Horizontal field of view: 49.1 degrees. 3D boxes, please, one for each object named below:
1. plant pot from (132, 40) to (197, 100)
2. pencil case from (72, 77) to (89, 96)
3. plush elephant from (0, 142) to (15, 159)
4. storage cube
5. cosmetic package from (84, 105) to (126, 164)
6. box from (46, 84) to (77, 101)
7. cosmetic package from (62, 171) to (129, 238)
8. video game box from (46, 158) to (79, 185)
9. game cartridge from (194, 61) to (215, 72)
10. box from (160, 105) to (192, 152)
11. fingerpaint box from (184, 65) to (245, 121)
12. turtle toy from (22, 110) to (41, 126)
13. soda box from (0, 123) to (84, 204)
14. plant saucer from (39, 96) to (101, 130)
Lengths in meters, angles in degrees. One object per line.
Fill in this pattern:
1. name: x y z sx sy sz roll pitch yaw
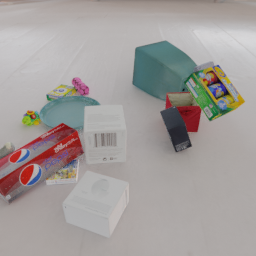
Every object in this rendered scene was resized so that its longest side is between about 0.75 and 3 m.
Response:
1. plant pot: 1.987 -2.644 13.721 2.091 2.092 2.960 -22 45 -30
2. pencil case: -2.404 -2.103 14.183 0.618 0.599 1.320 31 12 -40
3. plush elephant: -4.798 0.606 8.946 2.004 1.552 1.651 -31 1 -17
4. storage cube: 2.173 -0.624 11.290 1.185 1.246 1.386 -2 34 -4
5. cosmetic package: -0.820 0.186 9.897 1.398 1.399 1.695 -2 34 -5
6. box: -3.223 -1.739 13.817 0.866 0.357 1.476 13 34 19
7. cosmetic package: -0.829 2.028 7.615 1.330 0.820 1.334 13 35 19
8. video game box: -2.109 1.389 9.127 0.949 0.244 1.042 -6 33 -2
9. game cartridge: 3.595 -2.003 12.831 1.279 1.921 0.393 -23 23 -30
10. box: 1.720 0.021 10.114 0.640 1.120 1.230 -21 35 5
11. fingerpaint box: 2.783 -1.163 9.012 1.299 0.571 1.557 -21 73 -29
12. turtle toy: -4.060 -0.419 11.646 0.727 0.504 0.998 4 33 6
13. soda box: -2.800 0.993 8.707 0.895 0.989 2.824 23 46 40
14. plant saucer: -2.429 -0.620 12.034 2.636 0.361 2.636 0 36 0
